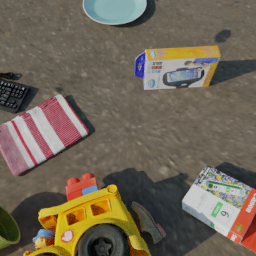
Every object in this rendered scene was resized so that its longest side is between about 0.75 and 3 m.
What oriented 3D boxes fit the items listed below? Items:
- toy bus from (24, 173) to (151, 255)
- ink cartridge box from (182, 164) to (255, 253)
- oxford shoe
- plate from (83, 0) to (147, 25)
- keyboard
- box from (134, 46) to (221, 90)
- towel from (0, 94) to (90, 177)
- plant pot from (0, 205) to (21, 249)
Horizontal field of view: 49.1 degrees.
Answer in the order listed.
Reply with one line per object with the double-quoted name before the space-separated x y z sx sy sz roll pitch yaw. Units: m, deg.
"toy bus" -1.224 2.517 6.554 2.933 1.990 2.816 -20 50 -7
"ink cartridge box" 2.762 2.095 7.141 2.436 0.613 1.327 28 64 28
"oxford shoe" 0.447 2.452 7.312 0.444 0.425 1.202 -38 67 -16
"plate" -0.538 -5.044 11.499 2.598 0.332 2.598 0 61 1
"keyboard" -4.563 -1.413 9.515 2.431 0.312 1.460 15 62 7
"box" 1.509 -1.898 9.078 2.562 1.525 0.531 -5 62 -2
"towel" -2.713 0.127 8.674 2.527 0.287 1.820 -31 66 -16
"plant pot" -3.557 2.675 6.848 1.212 1.276 1.276 -39 67 -5
